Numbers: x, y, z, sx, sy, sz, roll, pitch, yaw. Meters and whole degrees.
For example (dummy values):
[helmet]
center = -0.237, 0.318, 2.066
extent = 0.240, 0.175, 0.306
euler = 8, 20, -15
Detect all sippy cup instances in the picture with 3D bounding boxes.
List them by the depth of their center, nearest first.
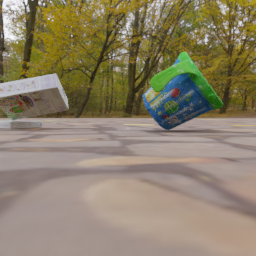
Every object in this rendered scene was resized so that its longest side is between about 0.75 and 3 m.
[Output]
[sippy cup]
center = 1.082, -0.677, 5.990
extent = 1.314, 1.793, 1.408
euler = -36, 28, 17

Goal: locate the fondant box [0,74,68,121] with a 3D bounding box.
[fondant box]
center = -2.408, -0.754, 7.086
extent = 1.549, 0.451, 1.118
euler = -12, -26, -3

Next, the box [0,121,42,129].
[box]
center = -3.091, -0.095, 7.716
extent = 0.845, 0.213, 1.171
euler = 1, 1, 24
